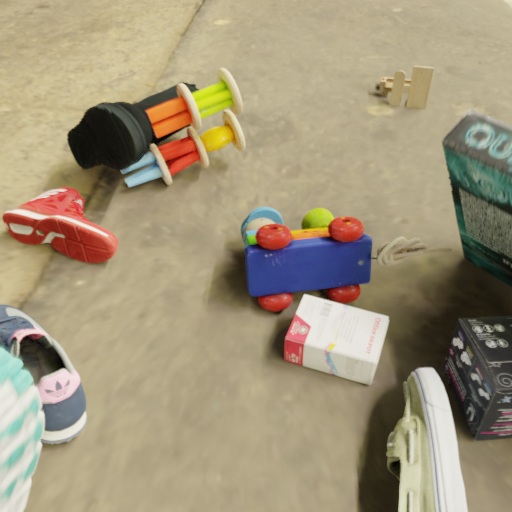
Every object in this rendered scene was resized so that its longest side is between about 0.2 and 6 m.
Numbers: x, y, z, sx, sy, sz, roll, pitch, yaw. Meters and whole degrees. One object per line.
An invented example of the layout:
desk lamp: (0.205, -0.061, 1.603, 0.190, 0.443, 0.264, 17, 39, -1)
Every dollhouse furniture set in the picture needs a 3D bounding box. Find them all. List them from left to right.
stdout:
dollhouse furniture set: (3.341, -3.998, 12.510, 1.074, 0.920, 1.129, 9, 41, 11)

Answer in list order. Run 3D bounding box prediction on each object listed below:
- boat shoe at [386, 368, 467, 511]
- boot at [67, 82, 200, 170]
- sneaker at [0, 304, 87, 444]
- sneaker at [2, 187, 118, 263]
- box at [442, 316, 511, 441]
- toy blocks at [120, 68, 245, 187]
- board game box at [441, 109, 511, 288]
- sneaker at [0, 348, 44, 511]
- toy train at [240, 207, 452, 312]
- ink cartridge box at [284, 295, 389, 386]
boat shoe: (1.635, 1.997, 5.564, 0.667, 0.774, 2.149, -5, 36, 11)
boot: (-1.827, -2.350, 9.750, 2.340, 1.057, 2.855, -31, 18, -29)
sneaker: (-2.638, 1.052, 6.479, 0.813, 0.950, 2.316, -24, 45, -37)
sneaker: (-2.802, -0.624, 8.667, 1.998, 0.783, 1.154, 16, 44, 17)
box: (3.098, 1.318, 6.235, 1.620, 0.929, 1.071, -2, 38, -5)
toy blocks: (-1.327, -2.014, 9.404, 2.177, 1.814, 0.790, -27, 66, -10)
board game box: (4.035, 0.246, 6.109, 0.592, 2.845, 4.206, -46, 53, -5)
sneaker: (-2.382, 1.858, 4.286, 1.157, 2.536, 0.984, 11, 11, 14)
toy train: (1.137, -0.193, 8.007, 2.744, 1.162, 1.588, -6, 27, -7)
ink cartridge box: (0.989, 1.023, 6.928, 1.115, 0.477, 0.823, 16, 42, 15)
